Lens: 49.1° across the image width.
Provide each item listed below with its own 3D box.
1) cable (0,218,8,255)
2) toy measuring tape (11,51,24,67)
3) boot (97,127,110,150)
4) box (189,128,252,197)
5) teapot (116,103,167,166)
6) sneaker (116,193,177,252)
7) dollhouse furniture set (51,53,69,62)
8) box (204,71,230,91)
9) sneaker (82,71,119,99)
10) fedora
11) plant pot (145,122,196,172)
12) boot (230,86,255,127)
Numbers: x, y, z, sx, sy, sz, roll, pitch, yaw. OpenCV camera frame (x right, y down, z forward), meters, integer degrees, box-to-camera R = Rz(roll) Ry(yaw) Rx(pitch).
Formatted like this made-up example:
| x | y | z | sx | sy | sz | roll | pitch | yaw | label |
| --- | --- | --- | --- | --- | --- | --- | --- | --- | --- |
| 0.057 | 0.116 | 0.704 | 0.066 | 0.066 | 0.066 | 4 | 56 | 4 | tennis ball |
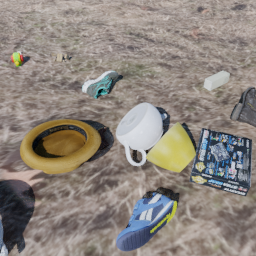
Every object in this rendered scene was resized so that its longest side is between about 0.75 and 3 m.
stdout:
| x | y | z | sx | sy | sz | roll | pitch | yaw | label |
| --- | --- | --- | --- | --- | --- | --- | --- | --- | --- |
| -4.566 | 2.942 | 7.348 | 2.437 | 0.844 | 2.437 | -23 | 57 | -7 | cable |
| -6.218 | -4.094 | 15.785 | 0.672 | 0.672 | 1.825 | -9 | 42 | -10 | toy measuring tape |
| -0.994 | 0.426 | 11.006 | 0.790 | 0.344 | 0.950 | 39 | 53 | 21 | boot |
| 3.351 | 1.112 | 9.968 | 1.895 | 0.548 | 2.384 | 13 | 43 | 14 | box |
| 0.594 | 0.148 | 10.383 | 1.964 | 1.434 | 1.938 | -42 | 22 | 11 | teapot |
| 0.432 | 2.660 | 8.097 | 2.211 | 0.817 | 0.909 | -27 | 44 | -35 | sneaker |
| -3.856 | -3.971 | 15.888 | 0.905 | 0.469 | 0.401 | 8 | 2 | 9 | dollhouse furniture set |
| 4.407 | -2.358 | 13.898 | 1.334 | 0.548 | 0.456 | -25 | 46 | -27 | box |
| -1.157 | -2.019 | 13.498 | 2.056 | 0.798 | 0.938 | -34 | 66 | -26 | sneaker |
| -2.317 | 0.797 | 9.884 | 2.789 | 1.137 | 2.789 | 2 | 37 | -2 | fedora |
| 1.618 | 0.813 | 9.707 | 1.205 | 1.697 | 1.697 | 42 | 53 | 10 | plant pot |
| 5.710 | -0.589 | 11.811 | 2.182 | 0.868 | 2.507 | 27 | 54 | 22 | boot |
